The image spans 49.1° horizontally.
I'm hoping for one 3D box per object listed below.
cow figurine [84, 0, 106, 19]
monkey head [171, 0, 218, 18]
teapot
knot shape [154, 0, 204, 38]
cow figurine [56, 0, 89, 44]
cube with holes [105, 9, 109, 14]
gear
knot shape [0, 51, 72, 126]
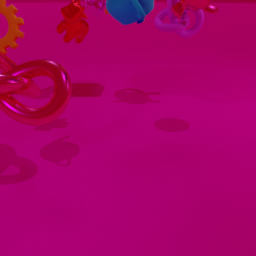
[{"bbox_3d":[-0.530,-3.019,6.553,0.932,0.947,0.520,9,-14,-12],"label":"cow figurine"},{"bbox_3d":[1.881,-3.866,8.310,1.161,1.614,0.972,-51,19,-15],"label":"monkey head"},{"bbox_3d":[0.077,-2.364,5.344,0.944,0.744,1.519,-29,34,7],"label":"teapot"},{"bbox_3d":[1.605,-3.767,9.082,1.669,1.561,0.771,-11,-3,-25],"label":"knot shape"},{"bbox_3d":[-1.722,-3.553,9.388,0.834,1.496,1.520,55,29,7],"label":"cow figurine"},{"bbox_3d":[-0.050,-4.491,9.282,1.243,1.243,1.243,11,4,-5],"label":"cube with holes"},{"bbox_3d":[-4.154,-3.186,8.766,1.680,1.680,0.311,-3,11,-6],"label":"gear"},{"bbox_3d":[-2.281,-0.746,5.143,2.094,0.968,1.959,28,35,26],"label":"knot shape"}]
